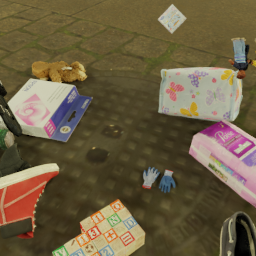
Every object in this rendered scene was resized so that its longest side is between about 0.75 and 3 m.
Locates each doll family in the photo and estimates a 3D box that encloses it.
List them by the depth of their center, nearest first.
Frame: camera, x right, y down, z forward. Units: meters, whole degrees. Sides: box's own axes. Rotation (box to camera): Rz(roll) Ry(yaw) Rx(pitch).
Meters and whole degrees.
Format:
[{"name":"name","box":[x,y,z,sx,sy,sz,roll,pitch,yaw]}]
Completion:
[{"name":"doll family","box":[3.057,-1.724,6.958,1.672,0.967,0.656,-7,10,-18]}]

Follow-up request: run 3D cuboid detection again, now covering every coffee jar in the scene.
[{"name":"coffee jar","box":[-4.649,0.355,9.514,1.373,0.716,0.586,4,47,4]}]

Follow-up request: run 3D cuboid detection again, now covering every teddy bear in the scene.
[{"name":"teddy bear","box":[-3.056,-2.470,12.674,2.418,0.807,1.753,-15,52,-26]}]

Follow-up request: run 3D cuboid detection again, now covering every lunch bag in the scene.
[{"name":"lunch bag","box":[2.746,-1.201,10.092,2.534,1.900,2.988,7,12,23]}]

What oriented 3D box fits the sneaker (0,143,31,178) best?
[{"name":"sneaker","box":[-3.420,1.368,8.482,1.082,0.623,2.074,-32,48,-24]}]

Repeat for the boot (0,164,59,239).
[{"name":"boot","box":[-2.644,1.990,7.768,0.873,1.739,2.411,-20,-1,26]}]

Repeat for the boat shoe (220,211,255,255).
[{"name":"boat shoe","box":[2.568,3.190,6.324,1.006,0.868,2.768,8,43,8]}]

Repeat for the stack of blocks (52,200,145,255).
[{"name":"stack of blocks","box":[-0.748,2.836,6.901,2.055,0.602,1.183,-26,49,-25]}]

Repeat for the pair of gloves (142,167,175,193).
[{"name":"pair of gloves","box":[0.958,1.590,8.628,1.053,0.120,0.847,11,46,13]}]

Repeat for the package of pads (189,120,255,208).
[{"name":"package of pads","box":[3.431,0.955,8.638,1.637,1.028,2.718,-25,48,-28]}]

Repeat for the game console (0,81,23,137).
[{"name":"game console","box":[-3.829,-0.903,7.960,0.322,1.576,2.672,-36,73,0]}]

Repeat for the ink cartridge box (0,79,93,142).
[{"name":"ink cartridge box","box":[-3.176,-0.817,10.891,2.839,0.615,2.788,9,43,11]}]

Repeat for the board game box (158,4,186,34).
[{"name":"board game box","box":[1.720,-4.252,10.931,0.781,0.783,0.161,46,9,1]}]
